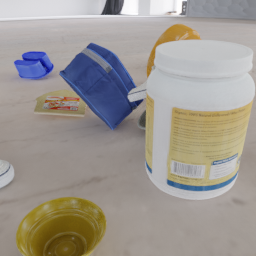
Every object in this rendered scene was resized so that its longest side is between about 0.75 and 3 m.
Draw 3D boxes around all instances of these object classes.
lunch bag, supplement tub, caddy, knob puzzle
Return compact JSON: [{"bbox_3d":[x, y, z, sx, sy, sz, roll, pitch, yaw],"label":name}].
[{"bbox_3d":[-0.638,-1.274,8.639,1.648,2.491,1.692,-44,47,-5],"label":"lunch bag"},{"bbox_3d":[1.456,-0.216,6.051,2.146,2.966,2.146,0,28,0],"label":"supplement tub"},{"bbox_3d":[-4.622,-3.027,13.860,1.944,1.020,1.374,10,49,25],"label":"caddy"},{"bbox_3d":[-2.389,-0.891,10.243,2.097,0.291,2.097,5,32,-3],"label":"knob puzzle"}]

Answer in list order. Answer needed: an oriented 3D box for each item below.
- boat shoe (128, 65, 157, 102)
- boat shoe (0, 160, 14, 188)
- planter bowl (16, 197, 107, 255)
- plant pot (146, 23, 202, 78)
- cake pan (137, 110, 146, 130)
[{"bbox_3d":[0.919,-1.353,7.158,2.142,0.748,0.760,-23,7,3],"label":"boat shoe"},{"bbox_3d":[-4.087,0.932,6.023,2.966,0.990,1.091,-7,28,-13],"label":"boat shoe"},{"bbox_3d":[-1.065,1.844,4.672,1.433,0.597,1.433,0,27,0],"label":"planter bowl"},{"bbox_3d":[2.523,-2.399,11.184,2.462,2.689,2.689,37,43,27],"label":"plant pot"},{"bbox_3d":[1.160,-0.491,8.245,1.921,0.352,1.921,-32,20,13],"label":"cake pan"}]
